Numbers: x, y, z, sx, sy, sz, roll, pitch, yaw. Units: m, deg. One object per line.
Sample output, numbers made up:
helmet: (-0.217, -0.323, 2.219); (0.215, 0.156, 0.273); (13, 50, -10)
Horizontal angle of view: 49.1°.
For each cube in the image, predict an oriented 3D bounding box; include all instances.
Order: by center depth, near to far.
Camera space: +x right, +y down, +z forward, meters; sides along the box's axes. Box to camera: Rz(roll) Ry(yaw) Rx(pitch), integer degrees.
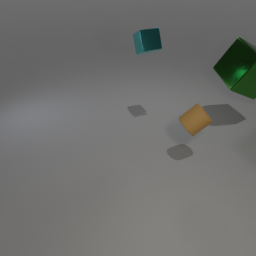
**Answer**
cube: (0.641, -2.886, 9.346); (0.700, 0.700, 0.700); (-13, 11, -15)
cube: (4.238, -2.103, 10.023); (1.400, 1.400, 1.400); (12, 40, -32)

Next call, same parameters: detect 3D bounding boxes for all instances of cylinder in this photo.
cylinder: (1.979, -0.244, 8.219); (0.700, 0.700, 0.700); (-39, 26, 18)
